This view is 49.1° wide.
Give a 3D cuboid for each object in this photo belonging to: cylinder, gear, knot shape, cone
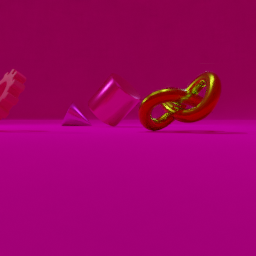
[{"bbox_3d":[-0.489,-1.001,10.041,1.379,1.379,1.379,-46,-17,19],"label":"cylinder"},{"bbox_3d":[-3.000,-0.710,6.661,1.471,1.471,0.272,2,-27,47],"label":"gear"},{"bbox_3d":[1.065,-0.518,6.235,1.776,0.877,1.898,-21,4,-5],"label":"knot shape"},{"bbox_3d":[-1.977,-0.352,11.453,1.127,1.123,1.123,27,-3,-10],"label":"cone"}]
